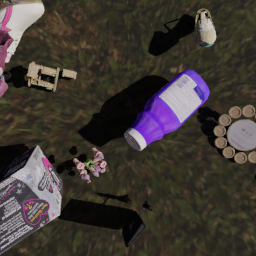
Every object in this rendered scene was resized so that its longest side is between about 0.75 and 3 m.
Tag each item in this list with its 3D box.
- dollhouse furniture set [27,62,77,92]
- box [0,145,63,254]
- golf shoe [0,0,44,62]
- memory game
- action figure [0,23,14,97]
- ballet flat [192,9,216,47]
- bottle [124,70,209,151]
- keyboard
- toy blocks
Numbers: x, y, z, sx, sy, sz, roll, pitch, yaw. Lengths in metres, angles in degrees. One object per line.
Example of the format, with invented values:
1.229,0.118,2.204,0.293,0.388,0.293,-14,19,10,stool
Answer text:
-2.051,-1.283,7.580,1.226,1.084,0.682,11,103,-16,dollhouse furniture set
-2.404,1.453,6.357,1.475,2.232,1.280,-32,103,-7,box
-3.402,-2.550,7.768,2.875,1.044,1.324,-23,101,18,golf shoe
3.102,0.185,7.438,1.618,0.103,1.618,5,103,20,memory game
-3.525,-1.117,6.870,1.853,2.767,2.060,-10,54,-38,action figure
2.072,-2.847,7.795,0.619,0.573,1.837,-6,37,13,ballet flat
0.985,-0.436,7.206,2.526,0.825,1.055,-42,94,-21,bottle
0.244,2.187,6.591,0.172,1.669,1.061,37,81,1,keyboard
-0.869,1.056,7.117,0.733,0.784,0.660,-31,41,-23,toy blocks
